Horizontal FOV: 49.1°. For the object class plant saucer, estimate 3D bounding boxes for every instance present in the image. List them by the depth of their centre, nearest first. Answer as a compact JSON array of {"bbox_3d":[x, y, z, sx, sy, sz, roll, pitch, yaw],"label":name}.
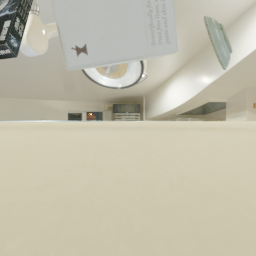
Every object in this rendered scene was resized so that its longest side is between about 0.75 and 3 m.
[{"bbox_3d":[3.332,-3.133,10.070,0.520,2.072,2.072,-20,-7,25],"label":"plant saucer"}]

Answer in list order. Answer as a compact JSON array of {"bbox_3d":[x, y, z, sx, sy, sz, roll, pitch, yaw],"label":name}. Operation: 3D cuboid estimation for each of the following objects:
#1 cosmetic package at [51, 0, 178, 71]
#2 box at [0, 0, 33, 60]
[{"bbox_3d":[-0.302,-2.800,6.844,2.423,2.420,2.936,-9,13,2],"label":"cosmetic package"},{"bbox_3d":[-3.408,-2.606,7.011,1.698,2.119,0.461,-4,-28,12],"label":"box"}]
